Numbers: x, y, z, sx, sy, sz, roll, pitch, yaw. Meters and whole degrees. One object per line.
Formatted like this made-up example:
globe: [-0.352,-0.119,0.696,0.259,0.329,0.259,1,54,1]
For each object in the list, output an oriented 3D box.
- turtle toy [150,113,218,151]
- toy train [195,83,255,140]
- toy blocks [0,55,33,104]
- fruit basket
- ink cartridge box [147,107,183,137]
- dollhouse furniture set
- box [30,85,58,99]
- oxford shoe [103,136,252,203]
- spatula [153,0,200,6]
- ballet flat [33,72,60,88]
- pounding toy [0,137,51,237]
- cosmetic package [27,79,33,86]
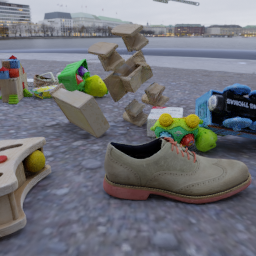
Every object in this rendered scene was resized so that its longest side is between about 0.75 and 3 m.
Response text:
turtle toy: [1.436,0.133,7.230,1.728,0.873,1.259,4,-4,4]
toy train: [3.254,-0.326,7.505,2.868,1.243,1.638,9,-14,-14]
toy blocks: [-5.174,-2.288,12.682,1.338,1.831,2.679,-2,20,-6]
fruit basket: [-1.924,-2.166,12.850,2.190,1.580,2.190,-5,31,3]
ink cartridge box: [1.162,-0.201,8.639,1.006,0.584,1.394,4,19,11]
dollhouse furniture set: [-0.629,-1.330,8.945,2.989,2.746,1.945,-43,39,-19]
box: [-3.671,-1.708,13.236,1.648,0.399,0.967,-14,24,-40]
oxford shoe: [0.955,0.718,5.300,2.869,1.073,1.011,-1,19,-4]
spatula: [1.318,-3.760,7.413,1.350,0.939,0.108,20,31,22]
ballet flat: [-3.808,-2.438,14.560,2.600,0.874,0.885,5,20,12]
pounding toy: [-2.304,0.666,4.646,1.599,1.604,2.796,2,19,17]
cosmetic package: [-5.656,-2.581,15.847,1.104,0.285,0.833,0,18,-1]
